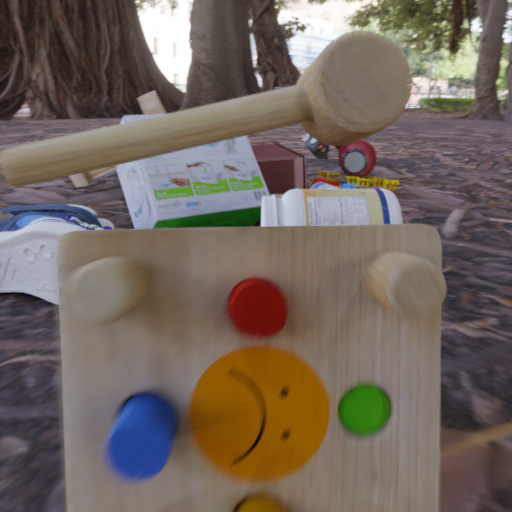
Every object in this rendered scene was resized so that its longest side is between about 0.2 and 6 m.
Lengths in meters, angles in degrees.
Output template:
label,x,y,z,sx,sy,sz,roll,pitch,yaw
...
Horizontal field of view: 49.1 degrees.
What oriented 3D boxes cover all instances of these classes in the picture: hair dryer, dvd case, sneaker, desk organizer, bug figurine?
label,x,y,z,sx,sy,sz,roll,pitch,yaw
hair dryer,2.077,-3.066,14.159,3.422,0.930,2.606,22,37,-46
dvd case,0.656,-1.037,11.826,1.962,0.172,1.400,-6,27,-35
sneaker,-2.459,-0.214,8.007,2.870,1.156,2.101,1,23,26
desk organizer,0.266,-2.147,14.401,1.278,1.190,3.319,-5,18,-9
bug figurine,2.429,-1.698,13.910,1.813,0.602,2.338,1,12,-18

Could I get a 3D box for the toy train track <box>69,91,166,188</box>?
label,x,y,z,sx,sy,sz,roll,pitch,yaw
toy train track,-3.114,-2.629,14.518,4.261,2.444,0.693,-18,28,18

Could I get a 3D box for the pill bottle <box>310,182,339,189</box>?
label,x,y,z,sx,sy,sz,roll,pitch,yaw
pill bottle,1.633,-1.312,12.683,0.580,0.580,1.033,-6,19,-18

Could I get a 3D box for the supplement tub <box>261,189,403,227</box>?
label,x,y,z,sx,sy,sz,roll,pitch,yaw
supplement tub,1.015,-0.285,8.007,1.872,1.352,1.352,-1,17,-2

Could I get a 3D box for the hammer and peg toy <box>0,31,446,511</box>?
label,x,y,z,sx,sy,sz,roll,pitch,yaw
hammer and peg toy,-0.067,0.423,3.112,2.174,2.956,1.042,-2,5,-3

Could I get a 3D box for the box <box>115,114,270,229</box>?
label,x,y,z,sx,sy,sz,roll,pitch,yaw
box,-1.195,-1.488,10.309,2.358,2.081,1.140,-12,-17,-32
